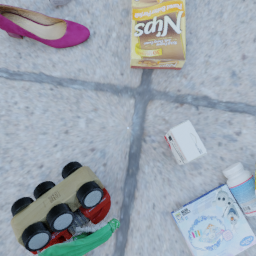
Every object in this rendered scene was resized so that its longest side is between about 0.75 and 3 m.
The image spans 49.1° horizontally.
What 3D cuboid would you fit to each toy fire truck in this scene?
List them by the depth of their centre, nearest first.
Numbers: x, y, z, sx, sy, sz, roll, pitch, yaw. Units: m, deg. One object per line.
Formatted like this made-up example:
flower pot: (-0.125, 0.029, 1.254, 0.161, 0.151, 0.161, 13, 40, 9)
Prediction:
toy fire truck: (-1.311, 2.566, 7.220, 2.264, 2.572, 1.655, -37, 44, -16)

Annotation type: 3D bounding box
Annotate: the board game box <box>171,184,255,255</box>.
board game box: (2.328, 2.691, 7.633, 1.716, 0.372, 1.707, -27, 81, -5)

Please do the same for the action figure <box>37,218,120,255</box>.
action figure: (-1.063, 2.663, 6.565, 1.987, 1.174, 0.543, -19, 48, -24)

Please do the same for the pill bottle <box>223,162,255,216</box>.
pill bottle: (3.196, 1.647, 7.651, 0.728, 0.728, 1.339, -30, 82, -5)

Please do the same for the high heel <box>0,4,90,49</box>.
high heel: (-2.519, -3.023, 8.209, 2.721, 1.308, 0.917, 1, 80, 0)

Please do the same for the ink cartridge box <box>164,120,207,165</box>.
ink cartridge box: (1.508, 0.431, 7.554, 0.564, 1.347, 0.972, -27, 81, -5)

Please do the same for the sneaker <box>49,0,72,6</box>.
sneaker: (-2.017, -4.622, 8.919, 0.931, 0.645, 1.662, 44, 72, 11)

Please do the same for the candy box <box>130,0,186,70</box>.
candy box: (0.895, -3.201, 8.512, 1.592, 0.763, 2.758, 2, 79, -1)
